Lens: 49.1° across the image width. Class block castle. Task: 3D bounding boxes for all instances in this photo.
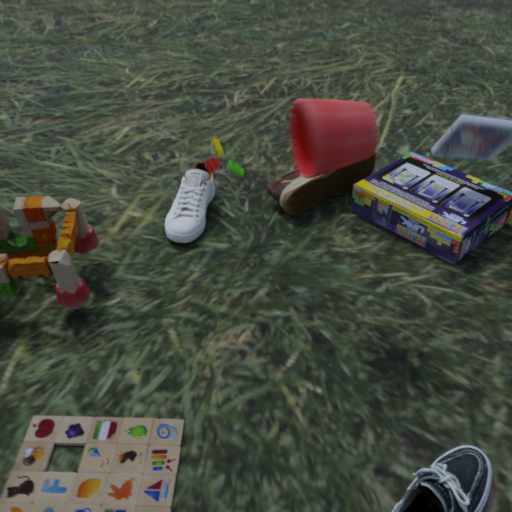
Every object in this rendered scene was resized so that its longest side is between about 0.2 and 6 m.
[{"bbox_3d":[-4.091,0.100,9.211,2.723,1.278,1.820,-5,44,-2],"label":"block castle"}]

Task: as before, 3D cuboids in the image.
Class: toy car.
[{"bbox_3d":[-0.575,-1.653,10.104,0.767,0.182,0.815,29,47,-24],"label":"toy car"}]

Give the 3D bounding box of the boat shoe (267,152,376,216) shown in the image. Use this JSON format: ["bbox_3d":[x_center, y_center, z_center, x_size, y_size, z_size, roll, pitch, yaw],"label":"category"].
[{"bbox_3d":[1.387,-1.735,11.840,2.626,0.947,0.945,-29,48,-24],"label":"boat shoe"}]

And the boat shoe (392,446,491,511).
[{"bbox_3d":[2.032,2.710,6.279,1.977,0.675,0.730,-25,44,-29],"label":"boat shoe"}]

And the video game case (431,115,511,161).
[{"bbox_3d":[4.032,-2.126,10.199,1.252,1.141,0.144,5,69,-9],"label":"video game case"}]

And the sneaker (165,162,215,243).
[{"bbox_3d":[-1.330,-1.148,11.072,0.786,0.914,2.158,6,40,5],"label":"sneaker"}]

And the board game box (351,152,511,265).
[{"bbox_3d":[3.476,-1.036,11.098,2.034,0.698,2.460,-31,47,-31],"label":"board game box"}]

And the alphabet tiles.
[{"bbox_3d":[-1.993,2.912,6.513,2.030,0.092,2.428,1,38,1],"label":"alphabet tiles"}]

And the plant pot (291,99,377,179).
[{"bbox_3d":[1.051,-1.627,7.542,0.936,1.058,1.058,-11,39,-10],"label":"plant pot"}]
